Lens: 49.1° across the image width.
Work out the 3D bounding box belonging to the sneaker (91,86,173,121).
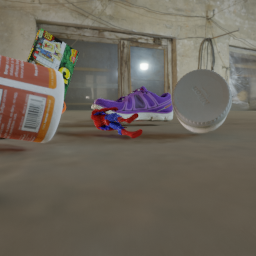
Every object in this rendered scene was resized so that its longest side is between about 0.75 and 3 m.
[{"bbox_3d":[0.172,-0.811,9.297,2.864,1.195,1.155,-1,2,-25],"label":"sneaker"}]

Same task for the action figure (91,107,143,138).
[{"bbox_3d":[-0.343,-0.158,6.098,0.443,0.561,1.715,-34,27,-30],"label":"action figure"}]

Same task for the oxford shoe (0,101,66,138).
[{"bbox_3d":[-2.402,-0.147,6.370,0.931,0.910,2.553,-39,-3,24],"label":"oxford shoe"}]

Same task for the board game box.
[{"bbox_3d":[-2.352,-1.437,8.107,1.353,2.582,0.303,27,-24,-38],"label":"board game box"}]

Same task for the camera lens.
[{"bbox_3d":[1.539,-0.516,5.877,1.153,1.153,1.442,1,-7,15],"label":"camera lens"}]

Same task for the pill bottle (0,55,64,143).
[{"bbox_3d":[-1.930,-0.463,3.691,1.953,1.096,1.096,11,-1,-28],"label":"pill bottle"}]
